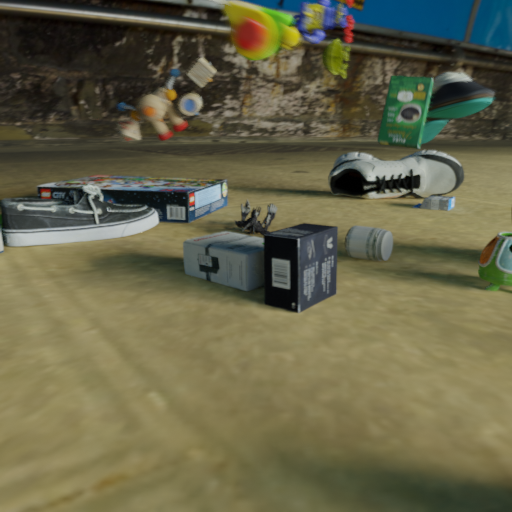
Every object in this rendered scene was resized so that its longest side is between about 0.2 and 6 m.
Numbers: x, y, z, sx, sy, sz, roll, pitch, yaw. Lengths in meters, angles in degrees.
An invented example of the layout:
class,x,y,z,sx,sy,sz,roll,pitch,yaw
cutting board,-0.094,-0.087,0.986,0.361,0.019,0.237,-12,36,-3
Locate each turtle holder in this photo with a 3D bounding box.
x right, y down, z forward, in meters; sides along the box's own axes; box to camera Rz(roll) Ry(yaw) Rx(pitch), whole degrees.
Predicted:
class,x,y,z,sx,sy,sz,roll,pitch,yaw
turtle holder,3.363,0.087,7.127,0.986,0.700,0.749,12,19,40

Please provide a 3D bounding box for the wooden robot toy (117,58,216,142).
class,x,y,z,sx,sy,sz,roll,pitch,yaw
wooden robot toy,-1.695,-2.655,10.203,2.288,1.008,1.038,-28,20,12

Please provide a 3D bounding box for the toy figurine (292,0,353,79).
class,x,y,z,sx,sy,sz,roll,pitch,yaw
toy figurine,1.111,-3.981,9.819,0.986,1.646,0.868,9,7,22

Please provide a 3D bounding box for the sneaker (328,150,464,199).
class,x,y,z,sx,sy,sz,roll,pitch,yaw
sneaker,3.459,-1.894,14.287,3.457,1.274,1.383,3,28,27

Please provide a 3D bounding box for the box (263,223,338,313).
class,x,y,z,sx,sy,sz,roll,pitch,yaw
box,0.541,0.115,6.674,0.521,0.872,0.887,10,17,37

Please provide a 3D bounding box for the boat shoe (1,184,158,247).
class,x,y,z,sx,sy,sz,roll,pitch,yaw
boat shoe,-3.102,-0.815,10.083,2.770,0.946,1.023,-7,16,-26

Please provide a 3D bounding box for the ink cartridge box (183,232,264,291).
class,x,y,z,sx,sy,sz,roll,pitch,yaw
ink cartridge box,-0.282,0.041,7.672,1.221,0.507,0.895,13,20,41

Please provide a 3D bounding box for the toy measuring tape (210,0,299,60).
class,x,y,z,sx,sy,sz,roll,pitch,yaw
toy measuring tape,-0.329,-3.097,7.586,1.901,0.699,0.699,21,20,14

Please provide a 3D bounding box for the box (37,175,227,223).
class,x,y,z,sx,sy,sz,roll,pitch,yaw
box,-2.693,-1.351,12.701,3.542,0.668,2.419,4,15,15

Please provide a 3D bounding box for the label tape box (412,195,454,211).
class,x,y,z,sx,sy,sz,roll,pitch,yaw
label tape box,4.161,-1.257,13.140,0.832,0.275,0.596,10,18,29

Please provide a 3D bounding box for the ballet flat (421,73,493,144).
class,x,y,z,sx,sy,sz,roll,pitch,yaw
ballet flat,3.627,-3.024,11.056,1.033,1.033,2.828,-2,-4,-8

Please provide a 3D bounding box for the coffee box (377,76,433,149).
class,x,y,z,sx,sy,sz,roll,pitch,yaw
coffee box,2.410,-2.324,9.061,0.687,1.117,0.246,10,0,23

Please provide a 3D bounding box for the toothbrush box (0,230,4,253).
class,x,y,z,sx,sy,sz,roll,pitch,yaw
toothbrush box,-4.834,-0.232,8.439,1.516,0.646,1.110,2,15,6

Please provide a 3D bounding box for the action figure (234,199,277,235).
class,x,y,z,sx,sy,sz,roll,pitch,yaw
action figure,0.013,-0.740,10.531,0.715,0.614,1.203,13,15,7

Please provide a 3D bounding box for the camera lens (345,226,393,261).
class,x,y,z,sx,sy,sz,roll,pitch,yaw
camera lens,1.712,-0.192,8.578,0.629,0.503,0.503,9,17,34

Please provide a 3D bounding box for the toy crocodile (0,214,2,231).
class,x,y,z,sx,sy,sz,roll,pitch,yaw
toy crocodile,-3.956,-0.661,10.515,1.639,0.506,0.553,-6,56,-26
